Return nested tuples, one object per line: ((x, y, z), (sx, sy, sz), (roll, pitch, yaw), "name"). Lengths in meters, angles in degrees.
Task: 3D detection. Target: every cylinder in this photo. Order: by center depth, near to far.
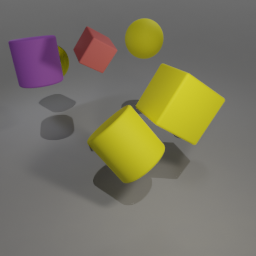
((-0.048, 0.395, 6.958), (1.400, 1.400, 1.400), (-39, 10, 9), "cylinder")
((-2.846, -2.097, 8.777), (1.400, 1.400, 1.400), (-5, 22, 2), "cylinder")
((-3.412, -2.768, 11.693), (1.400, 1.400, 1.400), (-26, 31, -36), "cylinder")

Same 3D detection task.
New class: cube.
((-0.813, -1.910, 6.860), (0.700, 0.700, 0.700), (18, 31, -37), "cube")
((1.313, -0.642, 7.336), (1.400, 1.400, 1.400), (26, 10, -29), "cube")

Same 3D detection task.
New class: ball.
((0.586, -3.233, 10.179), (1.400, 1.400, 1.400), (0, 31, 0), "ball")
